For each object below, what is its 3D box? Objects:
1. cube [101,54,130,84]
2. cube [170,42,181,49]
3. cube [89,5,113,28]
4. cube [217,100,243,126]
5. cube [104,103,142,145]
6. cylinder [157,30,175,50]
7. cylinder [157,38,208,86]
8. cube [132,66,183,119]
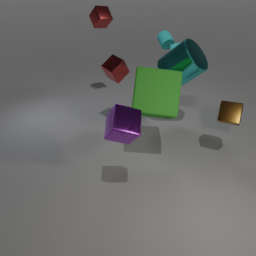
[{"bbox_3d":[-0.493,-2.307,10.962,0.700,0.700,0.700,35,77,33],"label":"cube"},{"bbox_3d":[2.435,-3.527,13.208,0.700,0.700,0.700,-7,67,22],"label":"cube"},{"bbox_3d":[-1.227,-5.025,12.704,0.700,0.700,0.700,-16,-11,-37],"label":"cube"},{"bbox_3d":[3.470,-0.495,9.485,0.700,0.700,0.700,12,0,23],"label":"cube"},{"bbox_3d":[-0.129,-0.080,6.920,0.700,0.700,0.700,13,63,-20],"label":"cube"},{"bbox_3d":[1.959,-4.555,14.518,0.700,0.700,0.700,-10,60,-18],"label":"cylinder"},{"bbox_3d":[2.081,-2.435,10.710,1.400,1.400,1.400,-30,8,39],"label":"cylinder"},{"bbox_3d":[0.872,-1.083,9.058,1.400,1.400,1.400,7,0,0],"label":"cube"}]
